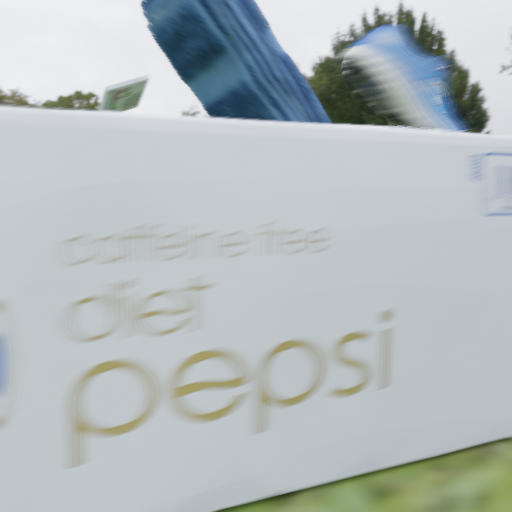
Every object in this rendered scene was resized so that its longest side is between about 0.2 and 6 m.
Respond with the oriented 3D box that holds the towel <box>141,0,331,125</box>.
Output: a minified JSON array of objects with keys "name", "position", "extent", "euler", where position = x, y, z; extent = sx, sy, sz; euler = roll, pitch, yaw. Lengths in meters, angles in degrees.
[{"name":"towel","position":[-0.308,-2.730,8.763],"extent":[1.994,3.572,0.867],"euler":[-8,36,55]}]

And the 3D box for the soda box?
[{"name":"soda box","position":[-0.885,0.177,2.449],"extent":[4.638,1.477,1.580],"euler":[-2,7,-25]}]

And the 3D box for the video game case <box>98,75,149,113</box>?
[{"name":"video game case","position":[-2.687,-3.190,11.282],"extent":[0.945,0.123,1.038],"euler":[-28,-7,-30]}]

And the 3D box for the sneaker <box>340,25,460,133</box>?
[{"name":"sneaker","position":[3.251,-3.022,10.823],"extent":[3.434,1.531,1.349],"euler":[44,-12,-21]}]
